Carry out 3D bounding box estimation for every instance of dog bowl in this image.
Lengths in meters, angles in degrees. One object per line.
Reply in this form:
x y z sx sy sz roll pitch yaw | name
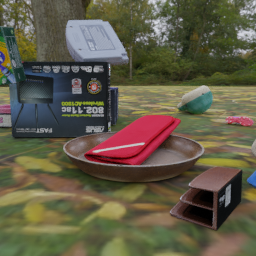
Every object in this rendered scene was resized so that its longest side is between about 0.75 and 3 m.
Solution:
-3.607 -0.422 9.007 1.602 0.591 1.602 0 10 0 | dog bowl

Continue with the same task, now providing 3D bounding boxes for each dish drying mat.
0.228 0.144 5.362 0.943 0.223 2.455 6 21 26 | dish drying mat

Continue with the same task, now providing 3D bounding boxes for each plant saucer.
0.095 0.446 4.843 2.353 0.377 2.353 -1 10 0 | plant saucer

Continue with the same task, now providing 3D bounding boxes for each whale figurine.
2.803 -1.015 11.801 1.539 1.004 1.934 -27 -5 -16 | whale figurine

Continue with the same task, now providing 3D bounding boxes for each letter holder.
0.885 0.726 3.198 0.582 0.412 0.819 6 12 37 | letter holder

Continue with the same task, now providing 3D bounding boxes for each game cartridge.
-1.033 -2.526 8.278 1.511 0.459 2.267 -5 46 -20 | game cartridge

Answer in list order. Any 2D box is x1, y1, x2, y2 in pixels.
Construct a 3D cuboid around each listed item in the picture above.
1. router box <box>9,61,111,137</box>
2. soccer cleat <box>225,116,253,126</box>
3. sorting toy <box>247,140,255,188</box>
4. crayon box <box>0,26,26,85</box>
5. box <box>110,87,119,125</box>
-1.679 -0.726 7.111 2.481 1.859 0.771 0 9 0 | router box
3.518 -0.220 8.826 0.863 0.288 0.330 8 3 39 | soccer cleat
2.674 0.087 3.873 1.421 0.344 2.523 12 54 49 | sorting toy
-3.363 -1.505 6.265 1.885 1.185 0.486 -5 17 13 | crayon box
-1.140 -0.812 9.600 1.610 1.135 2.176 1 10 -1 | box
